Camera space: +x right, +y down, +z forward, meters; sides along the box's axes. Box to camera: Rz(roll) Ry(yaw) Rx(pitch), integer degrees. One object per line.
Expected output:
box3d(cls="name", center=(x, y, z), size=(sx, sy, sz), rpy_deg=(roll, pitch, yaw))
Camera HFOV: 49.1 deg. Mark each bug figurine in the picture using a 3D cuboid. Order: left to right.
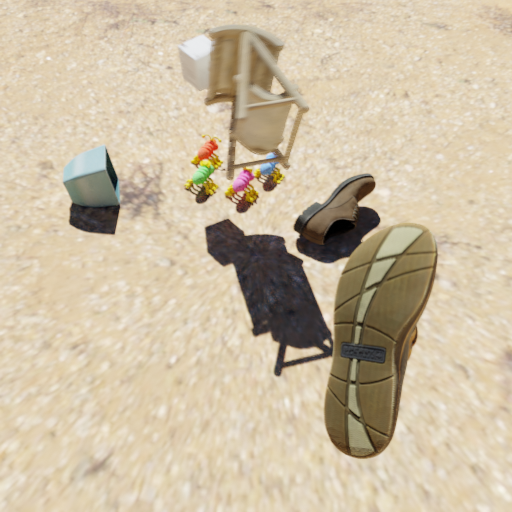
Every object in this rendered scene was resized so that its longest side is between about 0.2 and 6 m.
box3d(cls="bug figurine", center=(-0.550, -1.968, 12.409), size=(2.230, 0.574, 1.730), rpy_deg=(14, 46, 14))

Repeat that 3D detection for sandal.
box3d(cls="sandal", center=(1.276, 0.830, 5.714), size=(0.958, 0.644, 2.385), rpy_deg=(8, 84, 35))

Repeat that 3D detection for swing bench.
box3d(cls="swing bench", center=(-0.084, -2.729, 9.993), size=(1.261, 1.933, 1.944), rpy_deg=(-12, 70, -13))

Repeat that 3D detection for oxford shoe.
box3d(cls="oxford shoe", center=(1.779, -0.883, 11.223), size=(2.125, 0.772, 0.897), rpy_deg=(-40, 62, -22))

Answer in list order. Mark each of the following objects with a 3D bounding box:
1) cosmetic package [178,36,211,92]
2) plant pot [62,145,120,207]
box3d(cls="cosmetic package", center=(-1.087, -3.774, 10.988), size=(0.608, 0.737, 0.608), rpy_deg=(-32, 58, -20))
box3d(cls="plant pot", center=(-3.501, -1.595, 11.804), size=(0.987, 0.969, 0.966), rpy_deg=(-15, 45, -3))
